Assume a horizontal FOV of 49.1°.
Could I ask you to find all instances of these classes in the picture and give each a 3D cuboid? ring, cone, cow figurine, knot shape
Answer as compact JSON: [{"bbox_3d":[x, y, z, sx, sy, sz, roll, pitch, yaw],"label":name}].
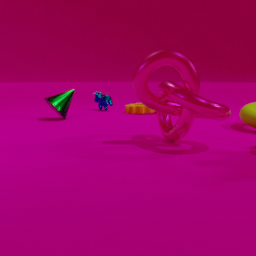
[{"bbox_3d":[4.033,-0.311,7.343,2.058,0.412,2.058,-2,19,1],"label":"ring"},{"bbox_3d":[-2.095,-0.965,9.308,0.957,0.953,0.953,-48,28,-14],"label":"cone"},{"bbox_3d":[-1.042,-1.214,11.714,0.524,0.940,0.955,4,-23,-38],"label":"cow figurine"},{"bbox_3d":[1.088,-0.505,5.485,1.812,1.937,0.895,21,57,35],"label":"knot shape"}]

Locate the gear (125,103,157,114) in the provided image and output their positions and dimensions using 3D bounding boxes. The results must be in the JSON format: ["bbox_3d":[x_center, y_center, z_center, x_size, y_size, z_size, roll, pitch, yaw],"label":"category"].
[{"bbox_3d":[0.643,-0.807,11.036,1.495,0.277,1.495,-5,10,1],"label":"gear"}]
